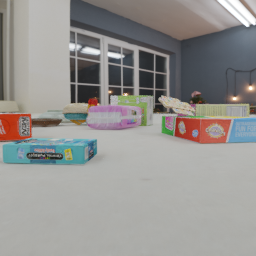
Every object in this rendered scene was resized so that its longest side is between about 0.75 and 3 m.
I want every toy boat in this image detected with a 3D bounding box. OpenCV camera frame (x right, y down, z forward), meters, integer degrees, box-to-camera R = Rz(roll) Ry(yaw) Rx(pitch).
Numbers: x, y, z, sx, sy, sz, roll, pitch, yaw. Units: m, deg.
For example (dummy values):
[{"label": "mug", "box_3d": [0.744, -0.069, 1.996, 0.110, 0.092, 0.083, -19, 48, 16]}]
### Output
[{"label": "toy boat", "box_3d": [-1.873, -0.566, 12.810, 2.126, 1.175, 2.529, 3, -5, -20]}]

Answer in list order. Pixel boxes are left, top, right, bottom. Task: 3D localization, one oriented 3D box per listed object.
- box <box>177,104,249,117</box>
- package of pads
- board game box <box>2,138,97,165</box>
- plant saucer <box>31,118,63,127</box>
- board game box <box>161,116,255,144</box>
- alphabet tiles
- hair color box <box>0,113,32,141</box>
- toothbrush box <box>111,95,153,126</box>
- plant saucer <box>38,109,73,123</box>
[{"label": "box", "box_3d": [2.970, -0.388, 10.014, 1.938, 0.937, 1.705, 0, 4, -9]}, {"label": "package of pads", "box_3d": [-0.467, -0.447, 11.115, 1.433, 0.900, 2.378, 3, 5, 20]}, {"label": "board game box", "box_3d": [-1.130, 0.338, 4.278, 1.165, 0.273, 0.880, 0, 4, 6]}, {"label": "plant saucer", "box_3d": [-3.985, -0.247, 12.448, 2.123, 0.340, 2.123, -1, 4, 0]}, {"label": "board game box", "box_3d": [2.302, -0.024, 7.586, 2.066, 0.544, 2.700, -1, 4, -12]}, {"label": "alphabet tiles", "box_3d": [1.463, -0.682, 8.345, 1.078, 0.079, 1.054, 8, 29, -25]}, {"label": "hair color box", "box_3d": [-3.508, -0.028, 6.704, 2.191, 0.671, 1.112, -3, 4, -25]}, {"label": "toothbrush box", "box_3d": [0.173, -0.823, 13.159, 1.898, 1.382, 0.817, 2, 4, 25]}, {"label": "plant saucer", "box_3d": [-3.814, -0.705, 16.165, 2.995, 0.752, 2.995, 0, 4, 0]}]
